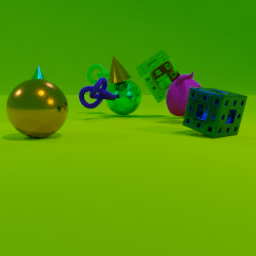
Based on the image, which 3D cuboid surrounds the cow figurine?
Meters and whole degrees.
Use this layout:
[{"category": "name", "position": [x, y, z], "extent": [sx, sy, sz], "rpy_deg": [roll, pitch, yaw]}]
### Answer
[{"category": "cow figurine", "position": [1.987, -1.031, 9.554], "extent": [1.275, 1.255, 0.700], "rpy_deg": [23, 24, -43]}]

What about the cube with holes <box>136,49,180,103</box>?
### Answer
[{"category": "cube with holes", "position": [1.149, -1.859, 10.011], "extent": [1.169, 1.169, 1.169], "rpy_deg": [-33, 28, 11]}]

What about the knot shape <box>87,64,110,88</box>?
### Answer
[{"category": "knot shape", "position": [-0.967, -2.090, 11.618], "extent": [1.267, 1.354, 0.626], "rpy_deg": [-13, 39, 49]}]

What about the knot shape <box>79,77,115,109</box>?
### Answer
[{"category": "knot shape", "position": [-0.945, -1.122, 9.398], "extent": [1.139, 0.562, 1.217], "rpy_deg": [12, -42, -44]}]

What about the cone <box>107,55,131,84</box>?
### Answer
[{"category": "cone", "position": [-0.403, -2.088, 9.734], "extent": [0.871, 0.875, 0.871], "rpy_deg": [-13, 19, 4]}]

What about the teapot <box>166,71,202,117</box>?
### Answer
[{"category": "teapot", "position": [1.714, -0.915, 8.135], "extent": [0.953, 1.946, 1.210], "rpy_deg": [24, 59, 35]}]

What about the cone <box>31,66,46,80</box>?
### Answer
[{"category": "cone", "position": [-2.887, -1.167, 9.016], "extent": [1.651, 1.657, 1.651], "rpy_deg": [0, 0, 0]}]

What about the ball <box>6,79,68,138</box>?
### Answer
[{"category": "ball", "position": [-1.792, -0.387, 5.590], "extent": [1.178, 1.178, 1.178], "rpy_deg": [0, 7, 0]}]

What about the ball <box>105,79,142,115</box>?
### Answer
[{"category": "ball", "position": [-0.173, -1.175, 10.589], "extent": [1.386, 1.386, 1.386], "rpy_deg": [0, 7, 0]}]

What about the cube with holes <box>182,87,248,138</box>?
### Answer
[{"category": "cube with holes", "position": [1.824, -0.356, 5.935], "extent": [0.847, 0.847, 0.847], "rpy_deg": [-4, 20, -38]}]
